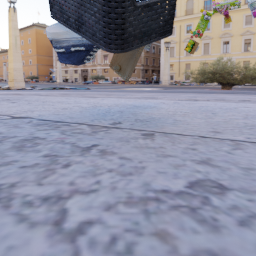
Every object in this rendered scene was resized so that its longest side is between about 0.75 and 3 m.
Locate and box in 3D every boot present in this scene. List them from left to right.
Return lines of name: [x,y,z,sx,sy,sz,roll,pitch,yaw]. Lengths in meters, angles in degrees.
boot: [-1.204,-2.782,9.197,2.927,1.322,1.065,8,48,24]

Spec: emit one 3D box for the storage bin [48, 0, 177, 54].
storage bin: [-0.422,-2.875,6.129,1.843,1.278,2.726,-28,51,-30]

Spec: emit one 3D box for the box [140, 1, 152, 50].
box: [0.229,-4.204,11.354,1.765,1.623,0.926,27,14,37]

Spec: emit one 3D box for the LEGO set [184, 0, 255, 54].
LEGO set: [2.689,-3.297,8.643,2.548,1.172,0.948,-28,15,26]

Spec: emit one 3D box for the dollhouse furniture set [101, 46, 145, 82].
dollhouse furniture set: [-1.372,-3.247,9.358,2.943,2.398,2.799,-15,51,-46]
